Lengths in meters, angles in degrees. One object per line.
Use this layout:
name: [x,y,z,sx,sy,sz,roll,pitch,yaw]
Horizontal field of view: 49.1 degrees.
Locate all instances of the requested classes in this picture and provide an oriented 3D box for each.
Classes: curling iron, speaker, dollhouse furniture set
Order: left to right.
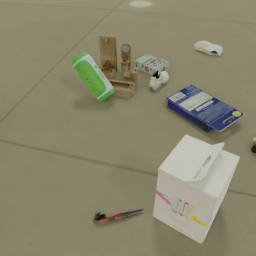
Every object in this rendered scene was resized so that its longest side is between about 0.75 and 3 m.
speaker: [-1.507,-2.209,12.176,2.106,0.931,0.931,53,52,-7]
dollhouse furniture set: [-0.603,-2.934,13.113,2.159,1.850,2.270,9,42,10]
curling iron: [-0.274,2.518,8.167,1.512,0.193,0.375,-7,41,-8]

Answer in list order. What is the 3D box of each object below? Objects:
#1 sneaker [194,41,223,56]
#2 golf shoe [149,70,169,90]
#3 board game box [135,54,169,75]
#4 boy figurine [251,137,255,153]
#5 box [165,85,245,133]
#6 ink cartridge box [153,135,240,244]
sneaker: [4.528,-4.464,15.892,1.587,0.597,0.702,15,56,16]
golf shoe: [1.535,-2.458,13.400,0.631,0.784,1.612,17,42,22]
board game box: [1.241,-3.274,14.563,1.455,0.468,1.074,30,50,31]
boy figurine: [5.026,0.509,10.310,0.784,0.406,1.262,28,51,32]
box: [3.146,-0.779,11.707,1.727,0.462,2.851,-28,47,-28]
ink cartridge box: [1.788,1.525,7.548,1.558,2.488,1.599,24,47,25]
